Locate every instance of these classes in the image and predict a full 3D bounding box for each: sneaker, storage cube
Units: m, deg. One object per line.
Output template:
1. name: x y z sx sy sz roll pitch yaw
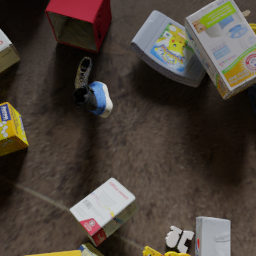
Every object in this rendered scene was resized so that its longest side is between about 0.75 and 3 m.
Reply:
1. sneaker: -1.244 -1.111 8.967 0.752 1.090 1.959 -54 33 22
2. sneaker: -1.616 -1.920 9.978 0.483 0.487 1.343 11 78 3
3. storage cube: -1.645 -4.085 10.121 1.957 1.672 1.759 16 70 6

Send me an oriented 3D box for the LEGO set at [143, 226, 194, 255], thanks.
1. LEGO set: 0.799 3.907 7.694 1.150 1.069 2.803 27 72 9

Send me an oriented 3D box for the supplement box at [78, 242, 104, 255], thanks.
1. supplement box: -0.913 3.954 7.454 1.459 1.457 0.979 36 75 11

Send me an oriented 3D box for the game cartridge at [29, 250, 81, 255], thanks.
1. game cartridge: -1.794 3.729 5.935 1.754 0.323 1.989 2 47 -18

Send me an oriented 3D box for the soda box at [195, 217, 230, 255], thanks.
1. soda box: 2.356 3.805 7.867 0.833 0.774 2.441 7 71 2

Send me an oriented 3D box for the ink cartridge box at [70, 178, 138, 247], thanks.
1. ink cartridge box: -0.650 2.332 7.940 1.561 0.646 1.138 -34 43 -24

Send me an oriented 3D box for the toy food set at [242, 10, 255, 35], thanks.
1. toy food set: 4.354 -2.714 10.007 1.628 0.904 2.768 -35 79 3

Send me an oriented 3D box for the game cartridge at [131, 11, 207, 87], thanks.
1. game cartridge: 1.636 -2.783 10.070 2.856 0.578 1.904 31 77 1

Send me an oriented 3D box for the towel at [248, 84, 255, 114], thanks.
1. towel: 5.533 -1.073 9.642 2.532 0.614 1.413 -12 71 -3

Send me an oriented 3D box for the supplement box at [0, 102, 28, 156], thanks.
1. supplement box: -4.530 0.252 8.858 2.205 1.208 1.200 -19 72 -7

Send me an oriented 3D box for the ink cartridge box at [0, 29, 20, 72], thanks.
1. ink cartridge box: -5.386 -3.071 10.098 1.805 1.023 2.462 -37 75 -12

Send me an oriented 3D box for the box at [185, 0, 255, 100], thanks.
1. box: 3.152 -2.505 8.996 1.539 1.387 2.736 -29 81 8
